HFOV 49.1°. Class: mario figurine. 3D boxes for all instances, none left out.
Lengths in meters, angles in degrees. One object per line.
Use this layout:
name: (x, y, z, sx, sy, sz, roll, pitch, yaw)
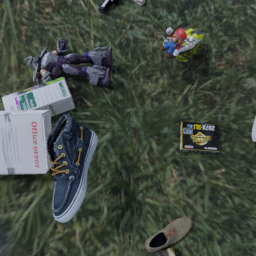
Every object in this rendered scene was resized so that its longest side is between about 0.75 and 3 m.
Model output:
mario figurine: (1.202, -2.315, 7.586, 0.585, 0.947, 0.502, 19, 61, -17)

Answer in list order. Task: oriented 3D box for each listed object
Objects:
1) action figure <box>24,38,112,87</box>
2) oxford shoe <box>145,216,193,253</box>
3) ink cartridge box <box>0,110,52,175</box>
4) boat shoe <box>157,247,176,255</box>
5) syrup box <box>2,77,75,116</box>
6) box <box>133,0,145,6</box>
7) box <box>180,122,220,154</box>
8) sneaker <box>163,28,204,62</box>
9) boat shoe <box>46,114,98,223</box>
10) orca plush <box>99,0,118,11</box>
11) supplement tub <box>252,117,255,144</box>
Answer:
action figure: (-2.033, -2.208, 9.477, 2.957, 1.026, 1.924, 4, 64, 1)
oxford shoe: (1.152, 2.870, 7.519, 1.483, 0.555, 0.523, -31, 70, -13)
ink cartridge box: (-3.395, 0.394, 7.989, 2.344, 0.970, 1.717, -1, 102, -1)
boat shoe: (1.140, 3.960, 7.072, 0.546, 0.616, 1.684, -15, 62, 4)
syrup box: (-2.836, -0.802, 8.981, 2.030, 0.827, 0.799, -20, 68, -9)
box: (0.163, -5.397, 11.304, 1.263, 0.244, 0.262, 42, 73, 16)
box: (2.240, 0.307, 8.792, 1.179, 0.291, 0.942, 4, 65, 2)
sneaker: (1.874, -2.590, 9.304, 0.851, 0.967, 2.286, 27, 41, 27)
boat shoe: (-1.479, 0.848, 6.397, 0.833, 1.068, 2.353, -17, 48, 35)
orca plush: (-0.569, -5.009, 11.030, 0.466, 0.689, 1.310, 37, 66, -18)
supplement tub: (5.353, 0.125, 8.034, 2.968, 1.819, 1.819, 21, 68, 8)
